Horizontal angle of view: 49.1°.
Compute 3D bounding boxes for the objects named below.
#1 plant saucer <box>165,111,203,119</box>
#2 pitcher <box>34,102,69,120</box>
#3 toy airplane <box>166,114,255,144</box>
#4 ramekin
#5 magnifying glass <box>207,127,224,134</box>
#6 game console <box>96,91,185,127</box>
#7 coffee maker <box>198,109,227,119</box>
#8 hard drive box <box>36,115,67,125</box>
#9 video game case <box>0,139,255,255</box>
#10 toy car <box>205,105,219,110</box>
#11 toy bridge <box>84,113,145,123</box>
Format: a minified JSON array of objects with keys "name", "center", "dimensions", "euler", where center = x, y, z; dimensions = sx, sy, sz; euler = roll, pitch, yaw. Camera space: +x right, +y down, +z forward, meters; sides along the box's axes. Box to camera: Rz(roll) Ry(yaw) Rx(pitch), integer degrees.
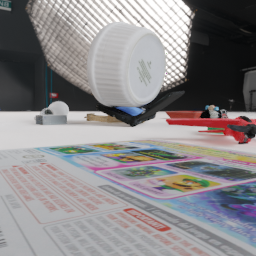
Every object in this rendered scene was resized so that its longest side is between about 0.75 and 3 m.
[{"name":"plant saucer","center":[3.724,-0.726,15.846],"dimensions":[2.375,0.436,2.370],"euler":[-2,5,-34]},{"name":"pitcher","center":[-3.720,-0.739,13.687],"dimensions":[1.315,0.929,1.533],"euler":[-10,11,22]},{"name":"toy airplane","center":[2.129,-0.010,5.670],"dimensions":[2.817,0.518,2.817],"euler":[-1,4,0]},{"name":"ramekin","center":[0.127,-2.001,9.244],"dimensions":[1.353,2.905,2.905],"euler":[15,12,34]},{"name":"magnifying glass","center":[3.229,0.048,7.024],"dimensions":[2.409,0.270,0.959],"euler":[0,4,27]},{"name":"game console","center":[0.533,-1.054,10.371],"dimensions":[2.377,1.573,2.703],"euler":[25,16,16]},{"name":"coffee maker","center":[3.562,-0.502,11.762],"dimensions":[0.888,0.598,0.853],"euler":[-1,4,-18]},{"name":"hard drive box","center":[-2.964,-0.326,10.827],"dimensions":[0.974,0.374,0.759],"euler":[-3,5,-37]},{"name":"video game case","center":[-0.021,0.383,1.890],"dimensions":[2.412,0.314,2.650],"euler":[-2,4,-32]},{"name":"toy car","center":[5.161,-0.909,16.753],"dimensions":[0.877,0.776,0.808],"euler":[12,3,-36]},{"name":"toy bridge","center":[-0.660,-0.406,11.991],"dimensions":[2.649,0.360,0.890],"euler":[2,6,16]}]
